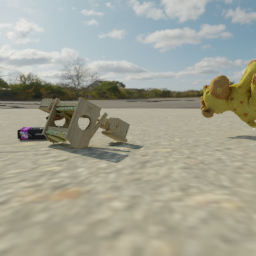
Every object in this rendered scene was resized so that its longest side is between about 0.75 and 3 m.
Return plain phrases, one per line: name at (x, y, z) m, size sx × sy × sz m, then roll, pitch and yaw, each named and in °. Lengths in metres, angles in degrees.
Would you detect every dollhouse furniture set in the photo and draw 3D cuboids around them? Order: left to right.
dollhouse furniture set at (-0.973, 0.053, 5.618) m, size 1.316 × 0.827 × 1.488 m, roll 28°, pitch -15°, yaw -40°

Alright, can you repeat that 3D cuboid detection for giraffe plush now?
giraffe plush at (2.626, -0.841, 7.122) m, size 1.473 × 1.816 × 1.567 m, roll 8°, pitch 19°, yaw 13°

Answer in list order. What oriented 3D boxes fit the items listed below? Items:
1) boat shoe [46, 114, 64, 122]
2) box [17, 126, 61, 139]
boat shoe at (-2.575, -0.419, 10.041) m, size 0.829 × 0.298 × 0.280 m, roll -18°, pitch -15°, yaw 22°
box at (-1.818, 0.097, 6.479) m, size 1.272 × 0.230 × 0.909 m, roll -3°, pitch 5°, yaw -13°
